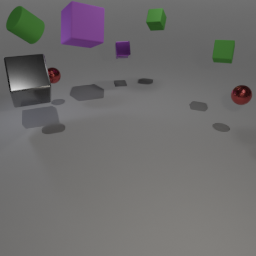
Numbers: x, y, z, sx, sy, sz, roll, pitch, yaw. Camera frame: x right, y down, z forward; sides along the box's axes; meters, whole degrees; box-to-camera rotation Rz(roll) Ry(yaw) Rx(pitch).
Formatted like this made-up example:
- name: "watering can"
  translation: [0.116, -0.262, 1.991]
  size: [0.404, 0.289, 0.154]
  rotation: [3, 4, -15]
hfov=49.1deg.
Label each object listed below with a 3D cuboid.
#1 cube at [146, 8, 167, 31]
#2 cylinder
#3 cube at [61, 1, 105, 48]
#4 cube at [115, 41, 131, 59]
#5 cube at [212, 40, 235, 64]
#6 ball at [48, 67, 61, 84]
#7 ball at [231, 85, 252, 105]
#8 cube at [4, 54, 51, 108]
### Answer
- name: "cube"
  translation: [1.322, -5.024, 13.000]
  size: [0.700, 0.700, 0.700]
  rotation: [7, -12, 25]
- name: "cylinder"
  translation: [-2.672, -2.676, 7.315]
  size: [0.700, 0.700, 0.700]
  rotation: [28, 1, 40]
- name: "cube"
  translation: [-1.889, -4.177, 11.525]
  size: [1.400, 1.400, 1.400]
  rotation: [-1, 6, -29]
- name: "cube"
  translation: [-0.272, -3.925, 14.132]
  size: [0.700, 0.700, 0.700]
  rotation: [-5, 3, -6]
- name: "cube"
  translation: [3.617, -2.881, 10.586]
  size: [0.700, 0.700, 0.700]
  rotation: [9, 3, 21]
- name: "ball"
  translation: [-3.299, -2.295, 12.259]
  size: [0.700, 0.700, 0.700]
  rotation: [0, 29, 0]
- name: "ball"
  translation: [3.979, -1.155, 9.821]
  size: [0.700, 0.700, 0.700]
  rotation: [0, 29, 0]
- name: "cube"
  translation: [-3.721, -1.755, 10.510]
  size: [1.400, 1.400, 1.400]
  rotation: [-11, 74, -19]
